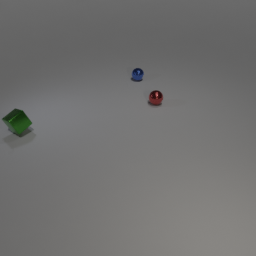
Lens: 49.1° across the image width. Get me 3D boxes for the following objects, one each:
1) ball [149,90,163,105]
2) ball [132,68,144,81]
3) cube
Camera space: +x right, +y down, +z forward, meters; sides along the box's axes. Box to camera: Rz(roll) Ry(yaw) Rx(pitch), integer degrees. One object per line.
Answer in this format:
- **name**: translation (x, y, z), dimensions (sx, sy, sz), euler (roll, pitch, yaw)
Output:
- **ball**: translation (1.332, -1.450, 13.330), dimensions (0.700, 0.700, 0.700), euler (0, 33, 0)
- **ball**: translation (0.551, -3.024, 15.743), dimensions (0.700, 0.700, 0.700), euler (0, 33, 0)
- **cube**: translation (-4.385, -0.267, 11.083), dimensions (0.700, 0.700, 0.700), euler (13, 50, 44)
